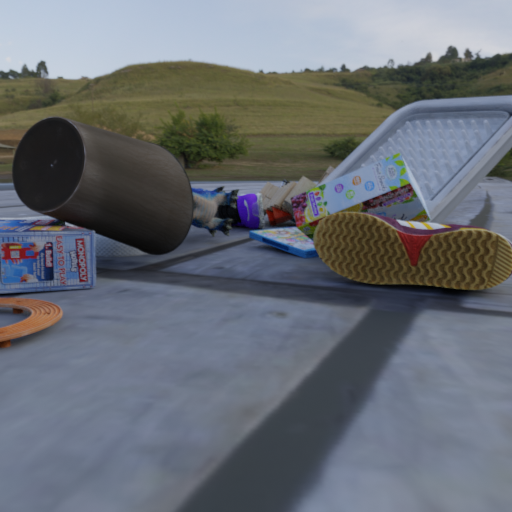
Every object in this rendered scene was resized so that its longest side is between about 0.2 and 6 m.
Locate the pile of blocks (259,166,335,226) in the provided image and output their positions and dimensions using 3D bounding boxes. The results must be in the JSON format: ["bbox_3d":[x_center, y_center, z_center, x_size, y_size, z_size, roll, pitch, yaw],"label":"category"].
[{"bbox_3d":[1.162,-1.168,14.888,1.216,1.606,3.913,-53,24,-21],"label":"pile of blocks"}]

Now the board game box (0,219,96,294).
[{"bbox_3d":[-3.678,-0.036,8.121,2.764,0.853,2.766,0,8,-10],"label":"board game box"}]

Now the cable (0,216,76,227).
[{"bbox_3d":[-4.360,-0.413,11.051,1.856,0.643,1.856,-7,10,-37],"label":"cable"}]

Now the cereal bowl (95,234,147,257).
[{"bbox_3d":[-2.684,-0.430,11.023,1.596,0.665,1.596,0,11,0],"label":"cereal bowl"}]

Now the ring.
[{"bbox_3d":[-2.938,0.713,5.825,1.760,0.169,1.760,-1,9,0],"label":"ring"}]

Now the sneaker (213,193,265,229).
[{"bbox_3d":[-0.625,-1.129,14.820,1.330,0.930,2.674,-8,7,-14],"label":"sneaker"}]

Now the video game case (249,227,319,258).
[{"bbox_3d":[0.868,-0.293,11.180,1.261,0.157,1.763,-7,18,-36],"label":"video game case"}]

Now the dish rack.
[{"bbox_3d":[3.274,-1.703,11.988,4.397,0.957,3.773,-45,28,-13],"label":"dish rack"}]

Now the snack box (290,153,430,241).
[{"bbox_3d":[1.788,-0.786,9.442,1.923,0.651,1.621,-20,-25,20],"label":"snack box"}]

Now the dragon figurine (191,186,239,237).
[{"bbox_3d":[-1.682,-1.187,12.409,2.038,1.207,4.100,13,5,-19],"label":"dragon figurine"}]

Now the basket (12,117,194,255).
[{"bbox_3d":[-2.392,-1.143,8.879,1.669,2.213,2.454,-36,-18,17],"label":"basket"}]

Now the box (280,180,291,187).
[{"bbox_3d":[1.724,-1.696,16.950,2.079,0.513,1.660,21,7,-4],"label":"box"}]

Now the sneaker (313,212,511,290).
[{"bbox_3d":[2.251,-0.031,8.132,2.822,1.058,1.271,12,5,28],"label":"sneaker"}]
